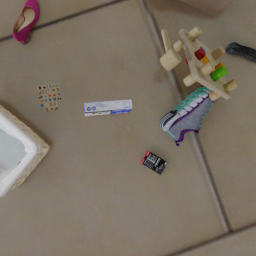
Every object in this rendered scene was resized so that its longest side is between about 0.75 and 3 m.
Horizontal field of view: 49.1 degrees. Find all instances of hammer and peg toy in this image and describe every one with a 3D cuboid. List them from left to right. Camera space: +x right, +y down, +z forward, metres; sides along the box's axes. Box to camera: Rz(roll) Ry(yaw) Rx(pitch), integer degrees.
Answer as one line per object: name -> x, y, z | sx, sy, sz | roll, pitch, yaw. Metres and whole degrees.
hammer and peg toy -> 1.950, -1.951, 7.796 | 0.895, 2.539, 1.867 | -33, 52, 37

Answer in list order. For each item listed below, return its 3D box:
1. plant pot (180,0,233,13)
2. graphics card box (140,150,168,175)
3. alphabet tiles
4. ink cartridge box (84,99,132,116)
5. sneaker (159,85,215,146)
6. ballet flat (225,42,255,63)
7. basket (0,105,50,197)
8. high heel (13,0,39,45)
plant pot -> 2.272, -4.833, 8.627 | 2.351, 2.696, 2.696 | 29, 85, -16
graphics card box -> 0.846, 1.125, 9.096 | 0.769, 0.195, 0.482 | 30, 85, 4
alphabet tiles -> -2.601, -1.010, 9.365 | 0.766, 0.035, 0.916 | -8, 85, -1
ink cartridge box -> -0.585, -0.580, 8.058 | 1.331, 0.626, 0.294 | -6, 84, -11
sneaker -> 2.229, -0.511, 9.028 | 2.462, 0.916, 1.078 | -38, 103, 4
ballet flat -> 3.941, -2.485, 9.397 | 1.360, 0.386, 0.452 | 23, 59, -3
basket -> -3.995, 0.455, 8.389 | 2.788, 1.720, 1.890 | 39, 86, 4
high heel -> -3.351, -3.643, 9.195 | 0.575, 0.819, 1.704 | 7, 85, 1
